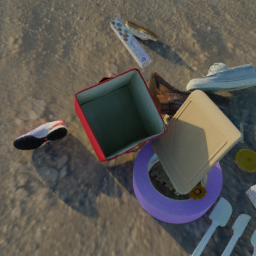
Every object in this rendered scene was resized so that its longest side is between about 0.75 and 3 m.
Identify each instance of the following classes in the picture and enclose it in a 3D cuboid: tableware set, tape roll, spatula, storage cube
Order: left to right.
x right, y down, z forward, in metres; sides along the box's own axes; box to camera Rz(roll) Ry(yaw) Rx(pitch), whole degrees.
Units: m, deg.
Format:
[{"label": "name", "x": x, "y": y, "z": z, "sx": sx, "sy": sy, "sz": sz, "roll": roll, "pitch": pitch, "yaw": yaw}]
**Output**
[{"label": "storage cube", "x": -0.351, "y": -0.312, "z": 8.944, "sx": 2.067, "sy": 2.174, "sz": 2.418, "roll": -26, "pitch": 87, "yaw": -13}, {"label": "tape roll", "x": 1.528, "y": 1.566, "z": 8.977, "sx": 2.738, "sy": 0.898, "sz": 2.738, "roll": 0, "pitch": 58, "yaw": 0}, {"label": "spatula", "x": 2.937, "y": 3.341, "z": 7.880, "sx": 1.876, "sy": 0.217, "sz": 2.699, "roll": 34, "pitch": 49, "yaw": 20}, {"label": "tableware set", "x": 3.939, "y": 0.702, "z": 9.866, "sx": 2.761, "sy": 0.424, "sz": 1.860, "roll": 8, "pitch": 61, "yaw": 4}]

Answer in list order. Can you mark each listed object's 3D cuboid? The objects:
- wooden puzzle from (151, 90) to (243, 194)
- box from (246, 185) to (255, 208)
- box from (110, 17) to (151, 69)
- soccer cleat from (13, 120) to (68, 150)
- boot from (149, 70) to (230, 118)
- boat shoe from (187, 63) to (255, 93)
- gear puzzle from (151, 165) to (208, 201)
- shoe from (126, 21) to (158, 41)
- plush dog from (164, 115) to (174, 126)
[{"label": "wooden puzzle", "x": 1.837, "y": 0.375, "z": 7.987, "sx": 0.434, "sy": 2.331, "sz": 2.156, "roll": 19, "pitch": 31, "yaw": -37}, {"label": "box", "x": 4.171, "y": 2.231, "z": 8.774, "sx": 0.405, "sy": 0.516, "sz": 0.830, "roll": -19, "pitch": 59, "yaw": -12}, {"label": "box", "x": 0.093, "y": -3.330, "z": 10.929, "sx": 0.424, "sy": 0.454, "sz": 2.192, "roll": -35, "pitch": 81, "yaw": -2}, {"label": "soccer cleat", "x": -3.151, "y": 0.235, "z": 10.060, "sx": 1.904, "sy": 0.649, "sz": 0.697, "roll": -20, "pitch": 43, "yaw": -12}, {"label": "boot", "x": 2.335, "y": -1.316, "z": 10.898, "sx": 2.835, "sy": 0.910, "sz": 2.642, "roll": 0, "pitch": 45, "yaw": -10}, {"label": "boat shoe", "x": 3.664, "y": -2.004, "z": 11.029, "sx": 3.009, "sy": 1.050, "sz": 1.072, "roll": -8, "pitch": 84, "yaw": -12}, {"label": "gear puzzle", "x": 1.707, "y": 1.622, "z": 8.732, "sx": 1.109, "sy": 0.280, "sz": 2.141, "roll": -37, "pitch": 31, "yaw": -14}, {"label": "shoe", "x": 0.624, "y": -4.459, "z": 13.153, "sx": 1.752, "sy": 0.468, "sz": 0.613, "roll": 32, "pitch": 31, "yaw": 14}, {"label": "plush dog", "x": 1.461, "y": -0.011, "z": 10.127, "sx": 0.942, "sy": 0.880, "sz": 1.097, "roll": -41, "pitch": 64, "yaw": 3}]
